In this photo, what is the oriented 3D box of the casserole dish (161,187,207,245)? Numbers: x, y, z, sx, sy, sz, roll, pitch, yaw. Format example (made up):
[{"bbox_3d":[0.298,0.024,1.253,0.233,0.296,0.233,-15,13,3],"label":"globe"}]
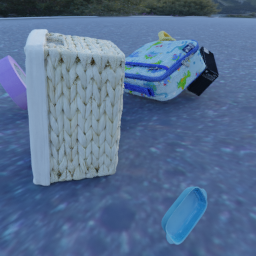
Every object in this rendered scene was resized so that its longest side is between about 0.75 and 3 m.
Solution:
[{"bbox_3d":[0.823,1.265,4.146,0.939,0.569,0.182,-46,32,-21],"label":"casserole dish"}]

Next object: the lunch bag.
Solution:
[{"bbox_3d":[0.983,-2.025,9.600,2.272,1.165,2.826,-41,34,-18],"label":"lunch bag"}]

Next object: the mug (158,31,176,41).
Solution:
[{"bbox_3d":[1.939,-3.036,11.858,1.511,1.887,1.549,17,6,39],"label":"mug"}]

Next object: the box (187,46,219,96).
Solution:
[{"bbox_3d":[2.619,-2.055,10.110,0.599,1.072,1.518,27,42,-18],"label":"box"}]

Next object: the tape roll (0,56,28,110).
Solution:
[{"bbox_3d":[-3.338,-1.348,8.455,0.525,1.601,1.601,-31,32,-5],"label":"tape roll"}]

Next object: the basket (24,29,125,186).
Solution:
[{"bbox_3d":[-1.094,-0.445,5.681,1.671,2.709,1.836,-1,27,-15],"label":"basket"}]
